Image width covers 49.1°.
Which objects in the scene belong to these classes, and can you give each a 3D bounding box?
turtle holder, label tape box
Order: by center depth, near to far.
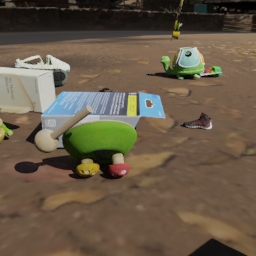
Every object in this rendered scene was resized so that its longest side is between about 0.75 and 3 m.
[{"bbox_3d":[-0.537,-0.264,7.157,2.763,0.913,1.979,2,23,1],"label":"label tape box"},{"bbox_3d":[2.654,-3.099,13.253,1.871,1.328,1.421,9,27,34],"label":"turtle holder"}]

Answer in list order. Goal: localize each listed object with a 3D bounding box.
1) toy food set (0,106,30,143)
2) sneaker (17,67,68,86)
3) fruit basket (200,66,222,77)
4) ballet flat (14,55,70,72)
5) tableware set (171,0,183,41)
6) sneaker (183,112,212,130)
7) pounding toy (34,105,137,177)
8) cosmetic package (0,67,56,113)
[{"bbox_3d":[-3.845,0.219,6.644,1.922,0.559,2.784,7,28,33],"label":"toy food set"},{"bbox_3d":[-3.798,-2.017,11.568,2.479,0.935,0.982,-5,11,-32],"label":"sneaker"},{"bbox_3d":[4.002,-2.687,13.648,1.002,0.470,0.928,-12,21,11],"label":"fruit basket"},{"bbox_3d":[-4.176,-3.128,13.911,2.892,1.038,1.038,-16,28,-35],"label":"ballet flat"},{"bbox_3d":[1.556,-3.309,8.173,0.226,1.471,0.991,15,5,3],"label":"tableware set"},{"bbox_3d":[1.906,-0.226,7.630,0.763,0.441,0.289,6,23,13],"label":"sneaker"},{"bbox_3d":[-0.625,0.489,5.240,1.469,0.883,1.903,-22,-27,27],"label":"pounding toy"},{"bbox_3d":[-3.639,-1.284,9.165,2.357,1.220,0.862,7,24,18],"label":"cosmetic package"}]
